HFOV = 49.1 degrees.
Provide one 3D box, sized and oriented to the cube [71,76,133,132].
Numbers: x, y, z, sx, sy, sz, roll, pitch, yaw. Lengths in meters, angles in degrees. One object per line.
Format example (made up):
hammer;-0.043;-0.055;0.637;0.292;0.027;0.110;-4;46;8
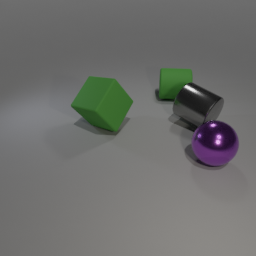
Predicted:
cube;-0.931;-0.902;10.327;1.400;1.400;1.400;14;68;40

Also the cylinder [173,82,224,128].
cylinder;2.659;-0.821;10.645;1.400;1.400;1.400;35;44;28

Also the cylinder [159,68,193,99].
cylinder;2.172;-2.037;12.943;1.400;1.400;1.400;2;30;4

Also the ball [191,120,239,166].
ball;2.668;0.463;8.617;1.400;1.400;1.400;0;30;0
